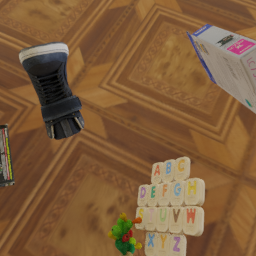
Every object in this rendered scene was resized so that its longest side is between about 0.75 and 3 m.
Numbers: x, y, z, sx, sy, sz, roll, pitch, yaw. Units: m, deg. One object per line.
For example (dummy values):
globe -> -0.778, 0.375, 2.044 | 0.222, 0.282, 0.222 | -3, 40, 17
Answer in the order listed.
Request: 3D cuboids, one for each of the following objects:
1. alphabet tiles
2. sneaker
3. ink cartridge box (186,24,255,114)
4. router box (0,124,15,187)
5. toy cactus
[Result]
alphabet tiles -> 0.616, 1.295, 4.606 | 0.119, 1.635, 1.599 | 19, 67, -26
sneaker -> -1.535, -0.694, 6.062 | 0.981, 2.581, 1.865 | -16, 91, -10
ink cartridge box -> 2.399, -1.439, 6.537 | 0.608, 1.729, 2.898 | -36, 29, 6
router box -> -3.408, 0.713, 6.724 | 1.134, 0.470, 1.513 | -6, 73, -25
toy cactus -> 0.006, 1.993, 4.718 | 0.588, 1.151, 0.949 | -8, 57, -1
